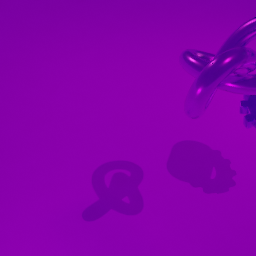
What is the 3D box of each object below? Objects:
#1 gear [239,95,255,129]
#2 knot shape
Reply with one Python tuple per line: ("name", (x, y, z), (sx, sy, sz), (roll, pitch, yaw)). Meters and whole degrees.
("gear", (2.943, -0.399, 5.403), (1.440, 0.266, 1.440), (-9, 57, 14))
("knot shape", (1.409, -0.905, 4.099), (1.758, 0.813, 1.646), (-32, 21, 3))
